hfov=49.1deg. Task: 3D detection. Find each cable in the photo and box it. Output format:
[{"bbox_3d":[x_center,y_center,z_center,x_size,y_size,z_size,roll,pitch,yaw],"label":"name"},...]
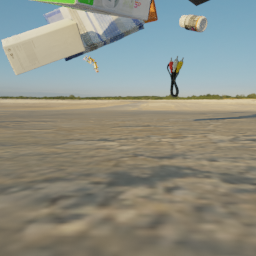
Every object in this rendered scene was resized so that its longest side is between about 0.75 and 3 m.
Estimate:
[{"bbox_3d":[1.944,-2.250,12.249,0.855,1.760,0.443,10,-2,39],"label":"cable"}]

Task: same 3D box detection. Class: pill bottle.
[{"bbox_3d":[2.141,-3.460,9.228,0.498,0.498,0.856,-4,25,-41],"label":"pill bottle"}]

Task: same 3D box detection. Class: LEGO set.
[{"bbox_3d":[-1.441,-2.522,11.117,0.299,0.804,0.370,-29,18,42],"label":"LEGO set"}]

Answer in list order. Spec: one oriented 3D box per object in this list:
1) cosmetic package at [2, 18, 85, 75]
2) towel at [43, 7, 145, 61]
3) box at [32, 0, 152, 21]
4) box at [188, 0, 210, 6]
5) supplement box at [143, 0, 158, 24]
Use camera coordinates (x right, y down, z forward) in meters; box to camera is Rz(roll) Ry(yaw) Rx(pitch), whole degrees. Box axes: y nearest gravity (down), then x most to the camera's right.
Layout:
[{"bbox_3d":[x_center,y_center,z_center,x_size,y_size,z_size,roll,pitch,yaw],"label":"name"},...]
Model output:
[{"bbox_3d":[-2.121,-2.088,7.039,1.812,0.769,0.975,-22,33,-13],"label":"cosmetic package"},{"bbox_3d":[-1.002,-3.138,8.134,2.522,1.853,0.300,-26,-16,-5],"label":"towel"},{"bbox_3d":[-0.825,-3.067,6.024,1.865,1.022,2.114,-7,25,-42],"label":"box"},{"bbox_3d":[2.043,-4.108,6.680,2.332,0.712,2.945,-9,-3,38],"label":"box"},{"bbox_3d":[-0.375,-3.737,9.382,2.618,0.871,0.901,-10,16,15],"label":"supplement box"}]
